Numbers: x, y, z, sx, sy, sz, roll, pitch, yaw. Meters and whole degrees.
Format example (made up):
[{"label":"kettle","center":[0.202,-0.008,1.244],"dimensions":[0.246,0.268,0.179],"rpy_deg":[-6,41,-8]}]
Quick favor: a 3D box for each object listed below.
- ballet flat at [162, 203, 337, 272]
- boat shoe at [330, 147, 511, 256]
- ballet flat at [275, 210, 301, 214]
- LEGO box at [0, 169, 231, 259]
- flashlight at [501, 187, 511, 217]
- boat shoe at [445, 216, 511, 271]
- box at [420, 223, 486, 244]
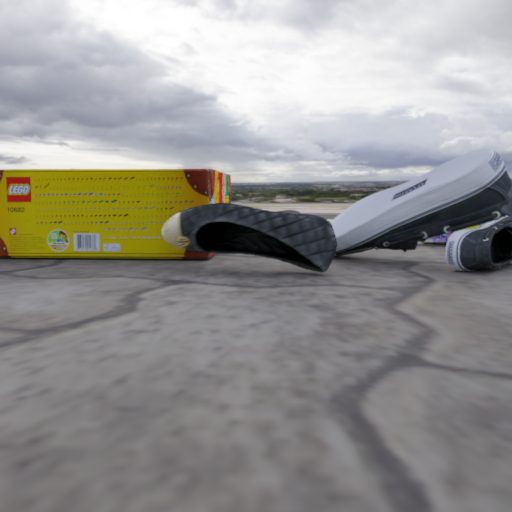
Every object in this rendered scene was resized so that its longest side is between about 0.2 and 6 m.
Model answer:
[{"label":"ballet flat","center":[-0.139,-0.217,6.973],"dimensions":[2.266,0.644,0.753],"rpy_deg":[3,-36,14]},{"label":"boat shoe","center":[2.127,-0.489,7.919],"dimensions":[3.038,0.860,1.043],"rpy_deg":[-24,20,45]},{"label":"ballet flat","center":[-0.248,-0.494,10.938],"dimensions":[2.489,0.577,0.839],"rpy_deg":[-2,35,20]},{"label":"LEGO box","center":[-2.268,-0.747,9.335],"dimensions":[3.483,1.344,2.594],"rpy_deg":[0,7,3]},{"label":"flashlight","center":[2.859,-0.136,4.148],"dimensions":[1.935,0.658,0.655],"rpy_deg":[27,54,23]},{"label":"boat shoe","center":[3.230,-0.149,7.357],"dimensions":[1.986,0.682,0.562],"rpy_deg":[-15,12,-40]},{"label":"box","center":[3.721,-0.679,10.535],"dimensions":[1.590,0.933,0.385],"rpy_deg":[2,-1,30]}]
